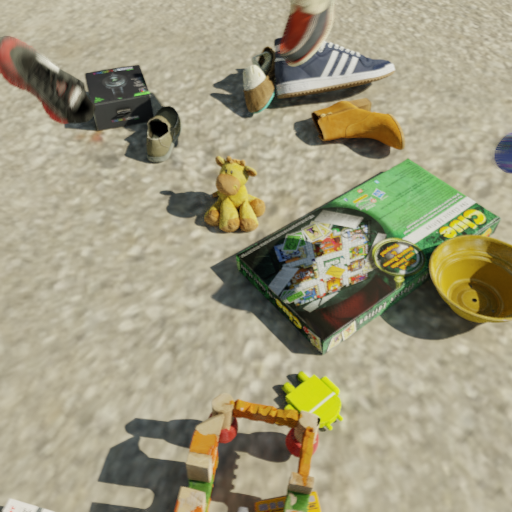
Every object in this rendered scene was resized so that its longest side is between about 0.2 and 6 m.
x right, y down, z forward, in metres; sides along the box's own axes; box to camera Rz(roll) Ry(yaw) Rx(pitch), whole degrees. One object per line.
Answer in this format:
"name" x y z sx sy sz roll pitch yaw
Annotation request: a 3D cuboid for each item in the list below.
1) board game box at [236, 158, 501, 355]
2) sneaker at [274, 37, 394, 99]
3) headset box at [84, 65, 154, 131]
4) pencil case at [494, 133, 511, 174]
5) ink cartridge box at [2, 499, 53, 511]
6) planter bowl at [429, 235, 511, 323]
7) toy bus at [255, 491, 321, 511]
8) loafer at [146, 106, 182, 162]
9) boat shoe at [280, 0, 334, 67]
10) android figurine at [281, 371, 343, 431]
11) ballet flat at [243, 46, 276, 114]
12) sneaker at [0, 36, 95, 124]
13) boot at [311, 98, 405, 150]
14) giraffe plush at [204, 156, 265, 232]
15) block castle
"board game box" 2.269 -0.240 11.051 4.824 0.566 2.528 -29 52 -24
"sneaker" 1.992 -5.231 14.567 3.241 1.758 1.136 -12 11 -9
"headset box" -3.487 -4.016 14.275 1.469 0.783 1.687 -13 49 -11
"pencil case" 4.031 -1.371 7.768 0.703 0.631 1.618 23 10 -14
"ink cartridge box" -2.898 3.831 7.377 1.172 0.494 0.848 11 49 10
"planter bowl" 4.029 0.597 10.085 1.964 0.818 1.964 0 47 0
"toy bus" 0.334 3.581 7.697 1.089 0.354 0.426 -8 48 -7
"loafer" -2.222 -3.072 13.491 0.728 0.675 1.937 1 48 1
"boat shoe" 1.138 -5.330 11.337 1.040 0.914 2.921 26 93 38
"android figurine" 0.920 2.322 8.934 0.948 0.214 1.042 -33 55 -27
"ballet flat" 0.116 -4.768 14.787 0.858 0.915 2.530 -11 41 33
"sneaker" -2.961 -2.475 8.044 0.866 1.772 0.626 19 77 26
"boot" 2.381 -3.008 13.475 1.602 0.788 2.238 -21 47 -11
"giraffe plush" -0.446 -1.385 11.605 1.287 1.210 1.492 1 48 1
"block castle" -0.107 3.280 7.434 1.733 1.217 2.594 10 51 3
